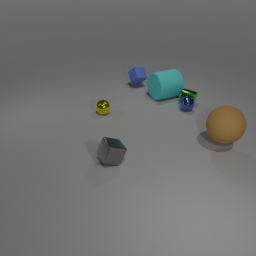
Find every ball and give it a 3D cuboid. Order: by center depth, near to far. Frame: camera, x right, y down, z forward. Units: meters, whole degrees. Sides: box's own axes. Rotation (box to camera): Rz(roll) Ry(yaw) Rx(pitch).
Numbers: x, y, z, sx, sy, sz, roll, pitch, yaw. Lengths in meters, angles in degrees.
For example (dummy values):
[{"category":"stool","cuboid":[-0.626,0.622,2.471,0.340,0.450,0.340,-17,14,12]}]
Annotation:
[{"category":"ball","cuboid":[3.584,-0.121,10.260,1.400,1.400,1.400,0,30,0]},{"category":"ball","cuboid":[-1.170,-0.980,13.156,0.700,0.700,0.700,0,30,0]},{"category":"ball","cuboid":[2.846,-1.170,13.460,0.700,0.700,0.700,0,30,0]}]

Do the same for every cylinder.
[{"category":"cylinder","cuboid":[3.037,-1.563,14.056,0.700,0.700,0.700,19,35,18]},{"category":"cylinder","cuboid":[1.946,-2.274,14.645,1.400,1.400,1.400,-14,33,-24]}]

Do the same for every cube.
[{"category":"cube","cuboid":[-0.578,0.813,9.832,0.700,0.700,0.700,11,23,-35]},{"category":"cube","cuboid":[0.543,-3.000,15.901,0.700,0.700,0.700,-4,-14,-36]}]
